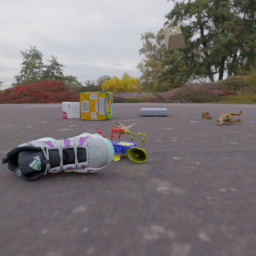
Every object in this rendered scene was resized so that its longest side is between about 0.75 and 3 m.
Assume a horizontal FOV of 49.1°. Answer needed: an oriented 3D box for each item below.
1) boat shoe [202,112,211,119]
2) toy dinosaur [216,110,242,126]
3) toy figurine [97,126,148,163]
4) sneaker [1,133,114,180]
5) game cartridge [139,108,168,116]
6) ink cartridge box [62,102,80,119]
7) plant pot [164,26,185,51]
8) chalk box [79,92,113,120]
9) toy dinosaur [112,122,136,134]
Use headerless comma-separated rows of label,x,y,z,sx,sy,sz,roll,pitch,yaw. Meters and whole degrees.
boat shoe,4.408,-0.721,15.823,0.389,0.368,1.082,-1,7,-8
toy dinosaur,4.588,-0.503,12.768,1.138,0.647,2.143,3,7,31
toy figurine,-0.007,0.324,5.683,1.224,0.646,0.733,5,3,29
sneaker,-1.153,0.498,4.248,1.701,0.661,1.190,-7,4,25
game cartridge,1.719,-1.053,18.469,1.780,0.527,2.746,5,7,6
ink cartridge box,-3.069,-1.001,15.860,1.247,0.920,0.534,0,7,-9
plant pot,2.071,-4.072,12.521,0.809,0.810,0.717,-11,-36,3
chalk box,-1.641,-1.254,15.557,1.481,1.491,2.389,1,8,8
toy dinosaur,-0.174,0.036,9.827,0.625,0.360,1.237,18,20,17
